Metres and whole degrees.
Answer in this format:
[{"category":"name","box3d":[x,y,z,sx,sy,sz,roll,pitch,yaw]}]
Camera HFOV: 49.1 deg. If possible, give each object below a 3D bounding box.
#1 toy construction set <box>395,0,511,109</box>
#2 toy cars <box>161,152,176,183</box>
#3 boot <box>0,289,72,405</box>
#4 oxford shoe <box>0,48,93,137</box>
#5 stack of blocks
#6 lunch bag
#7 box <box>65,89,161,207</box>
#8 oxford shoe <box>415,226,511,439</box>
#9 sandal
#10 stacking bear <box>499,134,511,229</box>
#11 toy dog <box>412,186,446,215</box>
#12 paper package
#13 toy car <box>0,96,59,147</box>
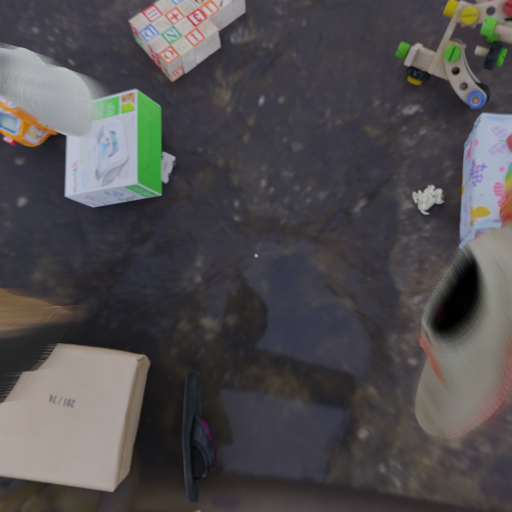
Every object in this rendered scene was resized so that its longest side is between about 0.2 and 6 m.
[{"category":"toy construction set","box3d":[3.618,-3.965,10.008,1.823,1.979,2.373,23,57,17]},{"category":"toy cars","box3d":[-1.806,-1.830,10.078,0.552,0.273,1.231,-19,78,-36]},{"category":"boot","box3d":[-2.997,0.929,6.313,1.071,2.838,1.045,30,89,-7]},{"category":"oxford shoe","box3d":[-2.914,-2.190,7.436,2.282,0.659,0.858,36,120,31]},{"category":"stack of blocks","box3d":[-1.173,-4.385,10.503,2.036,0.596,1.172,-39,80,-9]},{"category":"lunch bag","box3d":[4.756,-1.059,9.272,2.470,1.570,2.094,4,75,11]},{"category":"box","box3d":[-2.417,-1.788,9.557,1.453,0.796,1.647,-6,78,21]},{"category":"oxford shoe","box3d":[2.277,0.987,6.470,1.192,3.188,1.123,-6,36,-21]},{"category":"sandal","box3d":[-0.877,2.816,8.758,0.473,0.743,1.978,-2,76,4]},{"category":"stacking bear","box3d":[3.462,-0.865,7.112,0.704,0.752,1.239,37,71,-36]},{"category":"toy dog","box3d":[3.094,-1.010,9.865,0.500,0.349,0.485,-15,83,-6]},{"category":"paper package","box3d":[-2.906,2.405,8.677,2.129,1.101,2.029,8,77,1]},{"category":"toy car","box3d":[-3.256,-1.975,9.593,2.821,1.384,0.939,26,89,7]}]
